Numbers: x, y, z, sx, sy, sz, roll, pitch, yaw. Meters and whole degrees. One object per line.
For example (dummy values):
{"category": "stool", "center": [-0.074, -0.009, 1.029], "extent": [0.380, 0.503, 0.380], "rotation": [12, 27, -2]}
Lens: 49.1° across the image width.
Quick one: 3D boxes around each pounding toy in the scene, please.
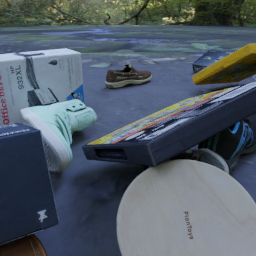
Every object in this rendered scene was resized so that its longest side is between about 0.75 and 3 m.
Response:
{"category": "pounding toy", "center": [0.599, 1.496, 3.293], "extent": [1.622, 0.975, 2.101], "rotation": [18, 57, 13]}

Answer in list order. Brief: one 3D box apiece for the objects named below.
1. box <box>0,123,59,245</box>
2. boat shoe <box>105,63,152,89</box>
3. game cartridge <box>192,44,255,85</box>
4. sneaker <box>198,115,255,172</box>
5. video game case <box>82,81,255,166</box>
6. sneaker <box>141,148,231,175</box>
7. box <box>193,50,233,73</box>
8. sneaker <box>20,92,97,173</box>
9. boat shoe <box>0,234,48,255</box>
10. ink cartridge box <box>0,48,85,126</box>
{"category": "box", "center": [-2.079, 0.676, 3.765], "extent": [1.648, 1.188, 2.220], "rotation": [-13, 9, -27]}
{"category": "boat shoe", "center": [0.106, -2.201, 11.412], "extent": [2.279, 0.843, 0.842], "rotation": [-20, 31, -38]}
{"category": "game cartridge", "center": [4.082, -2.188, 9.900], "extent": [2.433, 0.448, 2.760], "rotation": [-8, -6, -26]}
{"category": "sneaker", "center": [2.341, 0.043, 6.067], "extent": [0.961, 1.075, 2.625], "rotation": [16, 28, 32]}
{"category": "video game case", "center": [0.866, -0.108, 5.004], "extent": [2.865, 0.365, 2.589], "rotation": [-24, 7, -26]}
{"category": "sneaker", "center": [0.836, 0.639, 5.099], "extent": [1.060, 0.734, 1.756], "rotation": [-14, 21, -37]}
{"category": "box", "center": [4.361, -3.040, 13.189], "extent": [2.076, 0.529, 1.637], "rotation": [22, 51, 40]}
{"category": "sneaker", "center": [-1.344, -0.080, 6.267], "extent": [1.667, 1.040, 2.826], "rotation": [-18, 27, -23]}
{"category": "boat shoe", "center": [-1.076, 1.703, 2.398], "extent": [1.035, 0.978, 2.877], "rotation": [-11, 25, -17]}
{"category": "ink cartridge box", "center": [-2.576, -1.109, 7.713], "extent": [2.522, 1.829, 1.056], "rotation": [-16, 29, -32]}
